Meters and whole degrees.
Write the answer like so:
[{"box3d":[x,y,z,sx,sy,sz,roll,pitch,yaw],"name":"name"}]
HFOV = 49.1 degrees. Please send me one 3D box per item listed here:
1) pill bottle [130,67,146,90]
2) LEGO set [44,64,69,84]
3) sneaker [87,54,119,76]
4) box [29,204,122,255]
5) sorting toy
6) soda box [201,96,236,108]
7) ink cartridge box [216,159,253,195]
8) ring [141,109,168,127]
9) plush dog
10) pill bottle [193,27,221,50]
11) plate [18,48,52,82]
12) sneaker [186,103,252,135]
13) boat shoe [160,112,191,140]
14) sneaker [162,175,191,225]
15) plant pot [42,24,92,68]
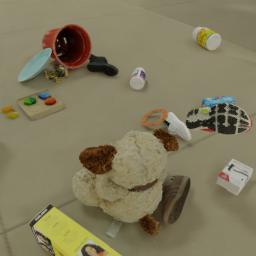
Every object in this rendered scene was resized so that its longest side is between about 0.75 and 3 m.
[{"box3d":[0.495,-2.396,13.342,0.664,0.664,1.191,5,39,7],"name":"pill bottle"},{"box3d":[-3.527,-2.766,13.773,0.936,0.705,1.217,-31,48,-33],"name":"LEGO set"},{"box3d":[-1.285,-3.313,14.508,2.108,0.633,1.099,13,45,21],"name":"sneaker"},{"box3d":[-0.981,2.935,6.414,2.851,1.073,0.714,25,46,26],"name":"box"},{"box3d":[-4.042,-0.961,11.841,2.284,0.306,1.702,-25,45,-28],"name":"sorting toy"},{"box3d":[3.815,-1.030,11.843,1.301,0.418,0.441,-5,39,-8],"name":"soda box"},{"box3d":[3.317,1.499,8.695,0.708,0.411,0.981,29,47,31],"name":"ink cartridge box"},{"box3d":[1.047,-0.385,11.045,1.097,0.105,1.097,-19,31,12],"name":"ring"},{"box3d":[0.138,1.220,7.311,2.984,2.563,2.394,-17,42,-20],"name":"plush dog"},{"box3d":[4.699,-5.473,16.920,0.991,0.991,1.758,-15,42,-18],"name":"pill bottle"},{"box3d":[-4.518,-3.052,13.795,2.225,0.284,2.225,-25,41,23],"name":"plate"},{"box3d":[2.373,-0.206,7.144,0.841,0.763,1.980,10,1,-29],"name":"sneaker"},{"box3d":[1.755,-0.032,10.512,0.569,0.598,1.660,-24,45,-9],"name":"boat shoe"},{"box3d":[1.241,2.030,8.032,0.665,0.620,1.760,3,31,32],"name":"sneaker"},{"box3d":[-3.363,-4.331,14.695,2.144,2.144,2.085,-28,33,-30],"name":"plant pot"}]
